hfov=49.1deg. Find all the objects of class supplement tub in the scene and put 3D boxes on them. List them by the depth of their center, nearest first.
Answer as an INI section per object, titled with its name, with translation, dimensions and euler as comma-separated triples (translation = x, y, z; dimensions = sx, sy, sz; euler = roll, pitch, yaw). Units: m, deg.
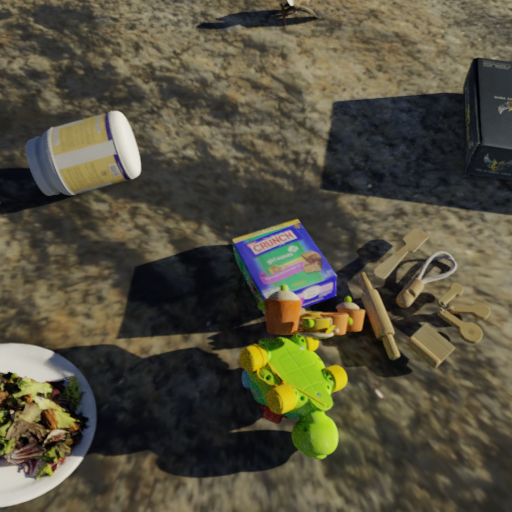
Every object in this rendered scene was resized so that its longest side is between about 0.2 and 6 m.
[supplement tub]
translation = -3.353, -1.966, 10.994
dimensions = 1.861, 1.353, 1.353
euler = -15, 54, 1

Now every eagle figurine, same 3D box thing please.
[eagle figurine]
translation = 1.182, -6.789, 15.227
dimensions = 1.058, 0.803, 0.798
euler = -13, 34, -3

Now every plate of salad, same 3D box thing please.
[plate of salad]
translation = -3.627, 2.287, 8.126
dimensions = 2.567, 0.617, 2.567
euler = 13, 43, -12

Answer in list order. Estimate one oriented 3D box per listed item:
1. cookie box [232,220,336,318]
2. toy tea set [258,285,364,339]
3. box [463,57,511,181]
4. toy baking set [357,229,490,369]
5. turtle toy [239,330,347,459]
[cookie box]
translation = 0.470, 0.201, 9.921
dimensions = 1.357, 0.596, 1.586
euler = -19, 47, -13
[toy tea set]
translation = 0.976, 0.850, 8.981
dimensions = 1.217, 2.047, 0.758
euler = 1, 88, 32
[box]
translation = 6.486, -2.812, 12.040
dimensions = 3.816, 0.973, 3.009
euler = 10, 55, 7
[toy baking set]
translation = 2.844, 0.719, 9.877
dimensions = 2.065, 0.313, 2.690
euler = -12, 54, -12
[turtle toy]
translation = 0.562, 2.050, 8.380
dimensions = 1.446, 1.003, 1.985
euler = -9, 50, -38
